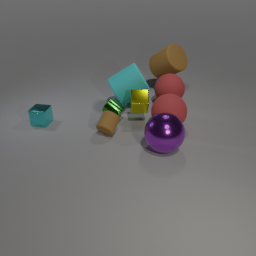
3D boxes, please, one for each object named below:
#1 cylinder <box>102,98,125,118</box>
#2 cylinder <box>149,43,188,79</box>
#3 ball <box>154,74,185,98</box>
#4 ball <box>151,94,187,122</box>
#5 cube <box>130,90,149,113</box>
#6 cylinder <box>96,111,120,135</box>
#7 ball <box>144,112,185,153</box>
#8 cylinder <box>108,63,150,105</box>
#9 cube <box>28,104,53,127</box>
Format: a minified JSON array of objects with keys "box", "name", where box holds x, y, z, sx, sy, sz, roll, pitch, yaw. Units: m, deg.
[{"box":[-0.590,-0.759,11.548,0.700,0.700,0.700,39,40,6],"name":"cylinder"},{"box":[2.021,-3.311,14.098,1.400,1.400,1.400,-26,4,-37],"name":"cylinder"},{"box":[1.924,-1.814,12.982,1.400,1.400,1.400,0,30,0],"name":"ball"},{"box":[1.607,-0.641,10.973,1.400,1.400,1.400,0,30,0],"name":"ball"},{"box":[0.458,-1.070,11.343,0.700,0.700,0.700,0,60,-2],"name":"cube"},{"box":[-0.759,-0.188,10.658,0.700,0.700,0.700,14,66,23],"name":"cylinder"},{"box":[1.250,0.164,9.587,1.400,1.400,1.400,0,30,0],"name":"ball"},{"box":[0.047,-1.960,12.602,1.400,1.400,1.400,-30,29,10],"name":"cylinder"},{"box":[-3.562,-0.516,11.481,0.700,0.700,0.700,6,30,10],"name":"cube"}]
